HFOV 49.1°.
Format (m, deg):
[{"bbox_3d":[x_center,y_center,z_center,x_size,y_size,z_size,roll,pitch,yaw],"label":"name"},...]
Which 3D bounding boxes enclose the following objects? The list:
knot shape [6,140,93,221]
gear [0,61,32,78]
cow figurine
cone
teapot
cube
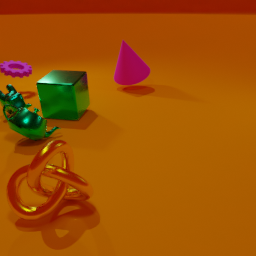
[{"bbox_3d":[-1.258,0.876,4.288,1.209,1.292,0.597,-28,33,-6],"label":"knot shape"},{"bbox_3d":[-4.035,-2.128,10.119,1.061,0.196,1.061,11,32,-7],"label":"gear"},{"bbox_3d":[-3.240,-0.664,7.988,0.666,1.214,1.195,-35,76,-25],"label":"cow figurine"},{"bbox_3d":[-0.013,-2.582,10.312,1.445,1.450,1.445,-10,43,9],"label":"cone"},{"bbox_3d":[-2.280,-0.124,6.643,1.469,0.719,0.913,32,-11,-34],"label":"teapot"},{"bbox_3d":[-1.838,-0.979,8.169,1.104,1.104,1.104,5,31,11],"label":"cube"}]
